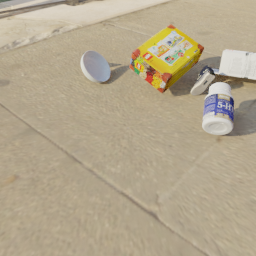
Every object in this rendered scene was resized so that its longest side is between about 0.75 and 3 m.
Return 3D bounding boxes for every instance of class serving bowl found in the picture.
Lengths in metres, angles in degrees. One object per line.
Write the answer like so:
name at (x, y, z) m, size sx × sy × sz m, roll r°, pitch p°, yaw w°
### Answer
serving bowl at (-1.292, -2.258, 10.606) m, size 0.426 × 1.294 × 1.294 m, roll -25°, pitch 19°, yaw 41°

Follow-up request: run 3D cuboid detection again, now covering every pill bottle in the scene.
pill bottle at (2.557, -0.569, 7.890) m, size 0.812 × 0.812 × 1.356 m, roll 8°, pitch 62°, yaw 10°

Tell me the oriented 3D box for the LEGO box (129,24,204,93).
LEGO box at (1.348, -2.462, 9.781) m, size 1.574 × 0.815 × 2.113 m, roll 41°, pitch 65°, yaw 16°

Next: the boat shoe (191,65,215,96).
boat shoe at (2.555, -1.642, 9.687) m, size 0.418 × 1.121 × 0.520 m, roll 19°, pitch 46°, yaw -23°

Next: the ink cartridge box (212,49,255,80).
ink cartridge box at (4.302, -2.387, 10.444) m, size 2.630 × 0.892 × 1.525 m, roll 13°, pitch 20°, yaw 19°
